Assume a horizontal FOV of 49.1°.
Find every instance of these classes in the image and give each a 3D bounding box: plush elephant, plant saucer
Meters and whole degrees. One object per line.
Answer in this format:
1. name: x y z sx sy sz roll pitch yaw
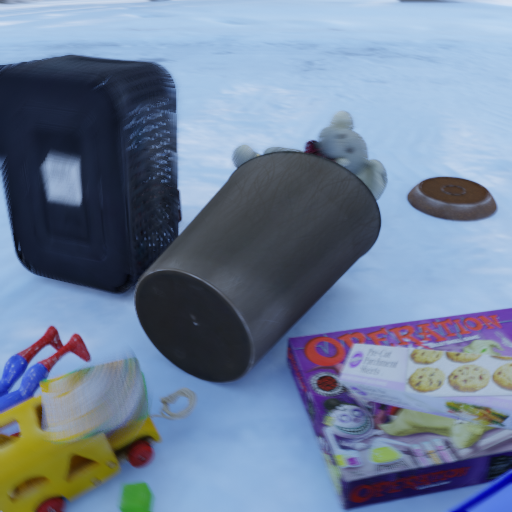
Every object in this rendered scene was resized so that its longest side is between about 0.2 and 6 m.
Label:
1. plush elephant: 1.228 -1.622 10.251 2.451 1.897 2.018 7 40 -53
2. plant saucer: 4.191 -1.280 11.958 1.873 0.323 1.873 0 32 0

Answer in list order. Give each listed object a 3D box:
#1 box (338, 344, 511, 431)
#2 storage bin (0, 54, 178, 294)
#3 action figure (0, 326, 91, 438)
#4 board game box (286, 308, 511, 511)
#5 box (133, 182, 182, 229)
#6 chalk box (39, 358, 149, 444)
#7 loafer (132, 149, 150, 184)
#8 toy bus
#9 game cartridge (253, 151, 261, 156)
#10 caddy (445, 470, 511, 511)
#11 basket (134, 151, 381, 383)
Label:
1. box: 1.789 1.226 5.358 2.500 0.484 0.518 -9 47 61
2. storage bin: -2.615 -1.321 8.914 2.264 3.348 1.570 12 29 18
3. action figure: -3.106 1.886 6.379 0.883 0.698 2.699 14 38 32
4. board game box: 2.525 1.643 6.915 3.873 0.625 2.324 -7 28 -10
5. box: -2.018 -0.999 11.107 0.841 0.698 0.691 22 37 32
6. chalk box: -1.380 1.280 5.090 0.559 0.562 0.903 -21 -12 34
7. loafer: -2.859 -1.943 12.673 0.699 0.694 1.920 5 32 6
8. toy bus: -1.887 1.824 5.900 1.912 1.047 2.026 1 38 17
9. game cartridge: -0.063 -2.421 14.018 0.515 0.156 0.772 -25 39 -29
10. caddy: 2.641 2.738 3.431 4.415 2.318 3.121 -16 57 -26
11. basket: -0.053 0.104 8.006 2.847 2.147 3.157 4 33 30
